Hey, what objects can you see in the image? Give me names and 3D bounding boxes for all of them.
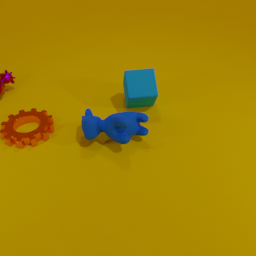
[{"bbox_3d":[-0.391,-0.081,6.983,1.462,0.803,1.439,-17,24,-41],"label":"cow figurine"},{"bbox_3d":[0.333,-1.113,7.970,0.833,0.833,0.833,-6,75,-6],"label":"cube"},{"bbox_3d":[-2.645,-0.020,7.395,1.338,0.247,1.338,0,41,0],"label":"gear"},{"bbox_3d":[-3.854,-1.322,8.448,0.916,0.511,0.931,-28,36,-5],"label":"cow figurine"}]
